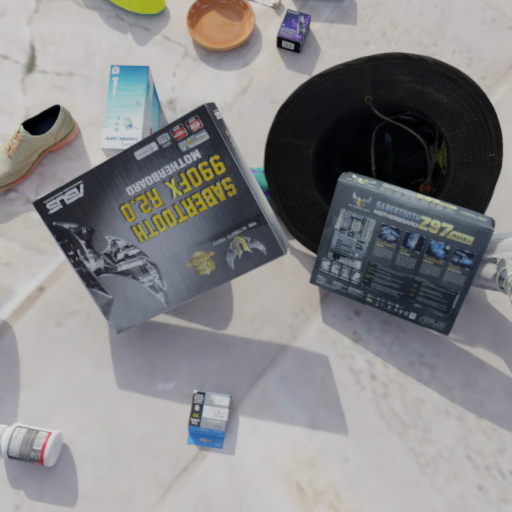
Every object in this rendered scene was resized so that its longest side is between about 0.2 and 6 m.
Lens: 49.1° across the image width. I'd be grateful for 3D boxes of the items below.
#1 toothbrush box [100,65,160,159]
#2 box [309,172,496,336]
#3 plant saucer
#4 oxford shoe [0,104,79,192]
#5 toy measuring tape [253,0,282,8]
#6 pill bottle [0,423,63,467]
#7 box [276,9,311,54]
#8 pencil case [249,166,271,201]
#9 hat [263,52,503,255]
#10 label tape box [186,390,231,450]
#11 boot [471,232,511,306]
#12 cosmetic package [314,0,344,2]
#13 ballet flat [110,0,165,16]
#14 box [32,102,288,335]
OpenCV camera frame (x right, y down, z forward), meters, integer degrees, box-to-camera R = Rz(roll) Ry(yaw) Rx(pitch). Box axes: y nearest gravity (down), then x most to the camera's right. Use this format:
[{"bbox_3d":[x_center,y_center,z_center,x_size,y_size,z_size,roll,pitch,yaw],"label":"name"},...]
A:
[{"bbox_3d":[-2.409,-2.569,10.926,0.774,1.329,1.815,2,72,1],"label":"toothbrush box"},{"bbox_3d":[2.437,-0.059,9.693,2.645,0.675,2.086,20,117,15],"label":"box"},{"bbox_3d":[-0.776,-5.100,12.268,1.516,0.284,1.516,0,72,-1],"label":"plant saucer"},{"bbox_3d":[-4.667,-2.177,11.032,0.851,0.887,2.404,43,77,12],"label":"oxford shoe"},{"bbox_3d":[-0.478,-6.163,12.347,2.234,0.822,0.822,24,74,7],"label":"toy measuring tape"},{"bbox_3d":[-3.908,3.180,9.515,1.073,0.594,0.594,10,73,3],"label":"pill bottle"},{"bbox_3d":[0.810,-4.866,12.130,0.568,0.400,0.767,17,74,6],"label":"box"},{"bbox_3d":[0.338,-1.474,10.902,1.649,0.702,0.762,-5,105,-2],"label":"pencil case"},{"bbox_3d":[2.259,-1.848,10.336,4.116,4.116,1.661,18,30,6],"label":"hat"},{"bbox_3d":[-0.832,2.859,9.776,0.660,0.290,0.915,8,72,2],"label":"label tape box"},{"bbox_3d":[4.312,0.324,9.132,1.386,2.900,1.067,-38,107,-35],"label":"boot"},{"bbox_3d":[1.400,-6.085,12.494,1.214,0.432,0.639,3,73,1],"label":"cosmetic package"},{"bbox_3d":[-3.208,-6.211,12.287,2.681,0.898,0.896,32,74,9],"label":"ballet flat"},{"bbox_3d":[-1.560,-0.558,9.390,3.408,0.824,2.699,-25,102,14],"label":"box"}]
